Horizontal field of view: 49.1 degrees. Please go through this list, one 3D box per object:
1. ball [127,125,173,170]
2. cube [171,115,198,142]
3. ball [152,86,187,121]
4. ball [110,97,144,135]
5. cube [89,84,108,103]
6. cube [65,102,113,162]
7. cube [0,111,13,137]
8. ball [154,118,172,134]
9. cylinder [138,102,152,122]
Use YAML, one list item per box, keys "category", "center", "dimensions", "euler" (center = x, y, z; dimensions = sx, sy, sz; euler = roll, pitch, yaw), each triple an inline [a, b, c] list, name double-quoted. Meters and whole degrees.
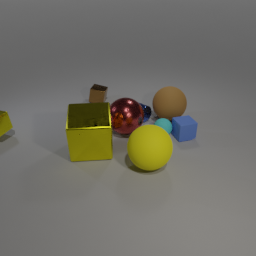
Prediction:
- category: "ball"
  center: [0.668, 0.595, 8.609]
  dimensions: [1.400, 1.400, 1.400]
  euler: [0, 29, 0]
- category: "cube"
  center: [2.094, 0.015, 10.471]
  dimensions: [0.700, 0.700, 0.700]
  euler: [-9, 30, -15]
- category: "ball"
  center: [1.704, -1.005, 11.497]
  dimensions: [1.400, 1.400, 1.400]
  euler: [0, 29, 0]
- category: "ball"
  center: [-0.091, -0.450, 10.572]
  dimensions: [1.400, 1.400, 1.400]
  euler: [0, 29, 0]
- category: "cube"
  center: [-1.410, -1.598, 13.313]
  dimensions: [0.700, 0.700, 0.700]
  euler: [14, 30, 3]
- category: "cube"
  center: [-1.250, 0.113, 9.316]
  dimensions: [1.400, 1.400, 1.400]
  euler: [-3, 39, -5]
- category: "cube"
  center: [-4.785, -0.179, 10.192]
  dimensions: [0.700, 0.700, 0.700]
  euler: [8, 35, 23]
- category: "ball"
  center: [1.300, -0.014, 10.505]
  dimensions: [0.700, 0.700, 0.700]
  euler: [0, 29, 0]
- category: "cylinder"
  center: [0.506, -0.681, 11.743]
  dimensions: [0.700, 0.700, 0.700]
  euler: [25, 37, 38]
